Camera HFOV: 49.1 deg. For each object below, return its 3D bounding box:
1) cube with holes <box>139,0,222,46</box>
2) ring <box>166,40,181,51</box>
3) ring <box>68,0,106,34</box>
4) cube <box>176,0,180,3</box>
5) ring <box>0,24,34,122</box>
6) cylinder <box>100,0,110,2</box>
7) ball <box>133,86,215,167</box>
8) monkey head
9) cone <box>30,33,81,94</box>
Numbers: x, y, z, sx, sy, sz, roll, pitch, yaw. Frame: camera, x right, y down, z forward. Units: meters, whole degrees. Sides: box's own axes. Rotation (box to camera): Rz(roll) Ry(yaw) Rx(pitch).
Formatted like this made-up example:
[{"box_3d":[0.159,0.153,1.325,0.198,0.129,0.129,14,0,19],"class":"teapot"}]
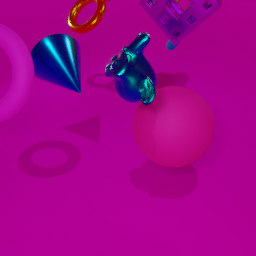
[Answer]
[{"box_3d":[1.006,-2.364,5.197,1.009,1.009,1.009,-36,13,32],"class":"cube with holes"},{"box_3d":[1.878,-3.408,9.733,0.322,1.608,1.608,34,34,-4],"class":"ring"},{"box_3d":[-1.344,-3.734,9.106,1.477,1.477,0.295,25,-4,35],"class":"ring"},{"box_3d":[1.158,-4.336,7.981,1.231,1.231,1.231,34,29,-13],"class":"cube"},{"box_3d":[-2.292,-0.889,4.592,1.643,1.643,0.329,8,6,14],"class":"ring"},{"box_3d":[-0.843,-3.956,7.574,0.854,0.854,0.854,29,41,29],"class":"cylinder"},{"box_3d":[0.773,-0.023,4.837,1.389,1.389,1.389,0,31,0],"class":"ball"},{"box_3d":[0.140,-0.732,3.562,0.677,0.809,1.124,38,17,-19],"class":"monkey head"},{"box_3d":[-1.351,-1.183,6.254,1.295,1.295,1.300,-20,57,-29],"class":"cone"}]
